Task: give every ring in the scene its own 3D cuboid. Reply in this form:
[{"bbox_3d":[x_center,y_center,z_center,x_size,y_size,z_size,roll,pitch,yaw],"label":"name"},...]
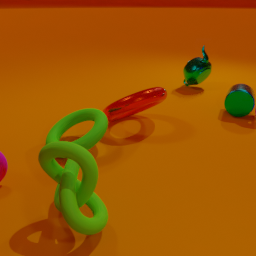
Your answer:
[{"bbox_3d":[0.163,-0.580,7.000,1.717,0.343,1.717,-21,-2,-1],"label":"ring"},{"bbox_3d":[-1.107,0.075,6.032,1.440,0.288,1.440,-16,36,12],"label":"ring"}]

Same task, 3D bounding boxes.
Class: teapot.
[{"bbox_3d":[2.407,-2.092,9.840,1.035,1.665,0.815,-19,63,-33],"label":"teapot"}]

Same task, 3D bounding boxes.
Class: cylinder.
[{"bbox_3d":[3.102,-0.778,7.776,0.766,0.766,0.766,10,25,20],"label":"cylinder"}]

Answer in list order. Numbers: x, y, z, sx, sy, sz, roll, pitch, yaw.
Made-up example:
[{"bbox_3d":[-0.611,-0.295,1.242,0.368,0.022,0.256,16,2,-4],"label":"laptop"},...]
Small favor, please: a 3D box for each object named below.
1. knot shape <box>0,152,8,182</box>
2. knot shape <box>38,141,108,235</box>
[{"bbox_3d":[-2.582,0.624,4.683,1.060,0.523,1.132,18,61,-22],"label":"knot shape"},{"bbox_3d":[-0.709,0.870,3.856,0.619,1.341,1.254,-22,65,-22],"label":"knot shape"}]
